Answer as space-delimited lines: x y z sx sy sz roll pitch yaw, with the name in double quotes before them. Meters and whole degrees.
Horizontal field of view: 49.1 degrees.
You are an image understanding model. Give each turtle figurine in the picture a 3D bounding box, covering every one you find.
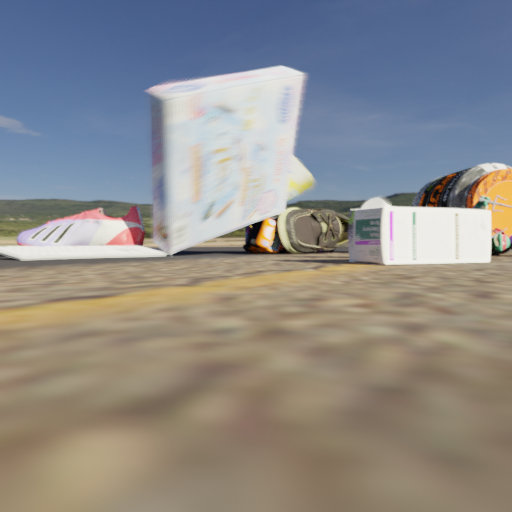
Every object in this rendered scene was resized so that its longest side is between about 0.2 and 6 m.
"turtle figurine" 3.033 -0.270 8.011 1.489 0.749 1.114 -1 42 20

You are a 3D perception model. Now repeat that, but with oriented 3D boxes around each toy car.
"toy car" 0.409 -1.010 12.491 0.811 2.436 1.195 22 -30 -12

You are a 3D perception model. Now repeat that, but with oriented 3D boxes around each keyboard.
"keyboard" -2.730 -0.064 9.249 0.890 0.169 3.162 5 4 33

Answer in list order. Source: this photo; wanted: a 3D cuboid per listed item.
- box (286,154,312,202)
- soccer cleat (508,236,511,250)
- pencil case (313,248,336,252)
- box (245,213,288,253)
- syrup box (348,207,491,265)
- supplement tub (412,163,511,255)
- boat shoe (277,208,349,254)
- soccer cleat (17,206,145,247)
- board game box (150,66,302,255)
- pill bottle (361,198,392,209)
"box" 0.259 -1.559 12.665 1.786 1.048 0.432 -32 -28 -11
"soccer cleat" 5.563 -0.393 9.702 2.287 0.837 0.780 1 2 32
"pencil case" 1.031 -0.601 15.046 2.410 1.030 1.011 -1 3 -8
"box" 0.323 -0.564 13.619 1.142 0.991 1.728 3 1 -4
"syrup box" 1.929 -0.231 6.574 1.639 0.667 0.645 0 0 -27
"supplement tub" 4.639 -0.943 11.929 1.860 1.860 3.035 0 1 -4
"boat shoe" 1.467 -0.643 12.656 0.957 1.081 2.954 -11 -1 31
"soccer cleat" -3.484 -0.499 11.179 2.588 0.989 0.863 1 1 7
"board game box" -0.536 -1.789 10.278 2.926 2.933 0.603 -22 43 -36
"pill bottle" 1.997 -0.467 8.575 0.518 0.518 0.946 1 -25 42
